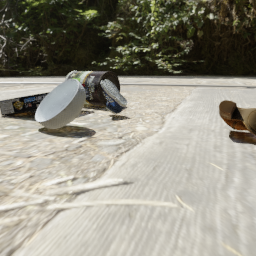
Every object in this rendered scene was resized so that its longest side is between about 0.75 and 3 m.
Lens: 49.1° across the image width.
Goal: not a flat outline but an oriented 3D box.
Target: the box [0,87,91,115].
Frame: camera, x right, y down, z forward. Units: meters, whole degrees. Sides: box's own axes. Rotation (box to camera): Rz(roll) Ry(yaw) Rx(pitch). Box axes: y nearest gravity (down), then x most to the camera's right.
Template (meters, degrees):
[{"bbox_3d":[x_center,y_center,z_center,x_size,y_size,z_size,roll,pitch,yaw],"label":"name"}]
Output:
[{"bbox_3d":[-3.214,-1.121,11.129,2.544,0.637,2.563,-4,11,23],"label":"box"}]

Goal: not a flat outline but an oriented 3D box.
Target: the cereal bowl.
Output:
[{"bbox_3d":[-1.939,-0.635,8.514,1.736,0.723,1.736,-26,37,22],"label":"cereal bowl"}]

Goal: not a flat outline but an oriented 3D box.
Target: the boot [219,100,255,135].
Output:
[{"bbox_3d":[3.222,-0.106,7.437,1.679,0.619,1.299,39,1,31],"label":"boot"}]

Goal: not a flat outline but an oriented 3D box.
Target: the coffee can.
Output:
[{"bbox_3d":[-1.690,-1.875,13.202,2.184,1.598,1.598,8,15,34],"label":"coffee can"}]

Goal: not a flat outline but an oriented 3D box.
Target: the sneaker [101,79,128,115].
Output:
[{"bbox_3d":[-0.709,-1.074,10.487,0.962,1.313,0.529,-40,6,44],"label":"sneaker"}]
